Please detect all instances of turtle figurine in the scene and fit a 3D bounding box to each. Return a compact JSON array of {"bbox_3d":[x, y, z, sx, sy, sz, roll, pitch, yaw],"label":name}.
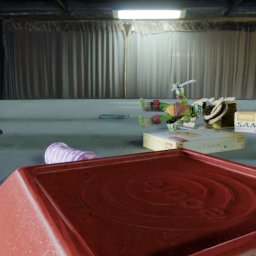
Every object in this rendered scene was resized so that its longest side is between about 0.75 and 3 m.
[{"bbox_3d":[1.229,-0.632,8.310,1.860,1.380,1.918,-6,9,16],"label":"turtle figurine"}]

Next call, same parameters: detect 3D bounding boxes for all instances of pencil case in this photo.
[{"bbox_3d":[-0.749,0.435,3.785,0.433,0.425,1.013,-35,27,-32],"label":"pencil case"}]

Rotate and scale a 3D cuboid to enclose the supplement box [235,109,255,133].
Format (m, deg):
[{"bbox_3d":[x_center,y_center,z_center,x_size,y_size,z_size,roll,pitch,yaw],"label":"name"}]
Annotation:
[{"bbox_3d":[3.773,-0.219,8.274,0.989,0.577,1.570,4,8,29],"label":"supplement box"}]

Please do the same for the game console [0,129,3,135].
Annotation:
[{"bbox_3d":[-4.419,0.187,6.714,1.724,1.141,1.961,-29,3,8],"label":"game console"}]

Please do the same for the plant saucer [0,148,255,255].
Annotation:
[{"bbox_3d":[0.295,0.630,2.265,2.545,0.467,2.540,-5,9,-28],"label":"plant saucer"}]

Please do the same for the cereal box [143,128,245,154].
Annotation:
[{"bbox_3d":[1.280,0.256,5.587,1.638,0.324,1.179,-4,8,-26],"label":"cereal box"}]

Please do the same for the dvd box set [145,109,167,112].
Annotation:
[{"bbox_3d":[1.840,-1.088,16.306,1.224,0.246,1.673,3,8,25],"label":"dvd box set"}]

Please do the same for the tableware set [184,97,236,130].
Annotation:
[{"bbox_3d":[2.357,-0.573,8.805,0.369,1.216,1.840,40,-7,-17],"label":"tableware set"}]

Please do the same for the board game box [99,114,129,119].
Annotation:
[{"bbox_3d":[-0.582,-0.493,12.051,1.129,0.159,0.763,2,7,15],"label":"board game box"}]

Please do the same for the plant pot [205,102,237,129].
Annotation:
[{"bbox_3d":[2.960,-0.409,9.150,0.815,0.820,0.839,-4,2,-32],"label":"plant pot"}]
